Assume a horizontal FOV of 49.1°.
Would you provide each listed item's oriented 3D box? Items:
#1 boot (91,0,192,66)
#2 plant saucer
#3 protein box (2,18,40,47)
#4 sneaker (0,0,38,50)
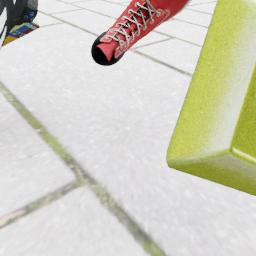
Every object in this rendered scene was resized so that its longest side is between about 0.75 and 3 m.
[{"bbox_3d":[0.263,-2.070,5.289,0.869,2.401,1.732,46,50,-13],"label":"boot"},{"bbox_3d":[1.552,-0.235,3.212,2.002,1.999,0.479,22,-5,-33],"label":"plant saucer"},{"bbox_3d":[-3.424,-2.612,5.559,2.228,2.211,1.503,-27,13,1],"label":"protein box"},{"bbox_3d":[-1.669,-1.239,3.534,0.819,2.242,1.254,19,9,7],"label":"sneaker"}]
